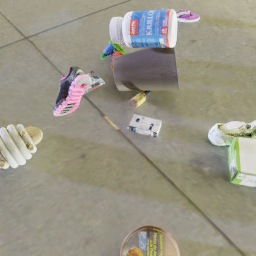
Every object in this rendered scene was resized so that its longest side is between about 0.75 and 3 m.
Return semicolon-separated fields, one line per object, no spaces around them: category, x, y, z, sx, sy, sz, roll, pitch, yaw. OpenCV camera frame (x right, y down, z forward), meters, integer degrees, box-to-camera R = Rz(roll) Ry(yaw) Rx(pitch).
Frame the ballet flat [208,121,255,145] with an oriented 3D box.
ballet flat;4.317;0.134;10.161;2.711;0.941;0.941;-3;50;-3

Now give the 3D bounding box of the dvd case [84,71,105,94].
dvd case;-1.852;-1.992;12.425;1.365;0.150;0.997;-33;58;-24

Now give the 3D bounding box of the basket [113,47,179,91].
basket;0.754;-2.407;11.598;2.515;1.710;2.267;-8;60;11

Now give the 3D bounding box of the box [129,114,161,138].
box;0.663;-0.089;10.700;1.110;0.334;0.647;16;52;12

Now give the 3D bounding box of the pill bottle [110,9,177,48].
pill bottle;0.585;-3.705;10.570;2.383;1.337;1.337;3;49;17

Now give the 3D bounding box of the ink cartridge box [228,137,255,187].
ink cartridge box;4.498;1.210;9.342;2.000;0.757;1.478;10;50;6

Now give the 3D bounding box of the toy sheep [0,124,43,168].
toy sheep;-3.917;0.649;9.353;2.268;1.564;1.564;-27;55;-19

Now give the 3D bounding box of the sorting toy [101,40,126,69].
sorting toy;-0.661;-3.331;13.145;0.830;1.215;2.022;-44;40;21

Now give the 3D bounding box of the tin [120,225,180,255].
tin;0.569;3.989;7.152;1.602;0.599;2.861;0;50;6

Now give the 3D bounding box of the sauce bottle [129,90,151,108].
sauce bottle;0.536;-1.257;11.619;0.405;0.405;1.226;27;46;21

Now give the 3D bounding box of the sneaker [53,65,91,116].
sneaker;-2.013;-1.244;9.373;0.784;1.985;0.947;-9;56;-54

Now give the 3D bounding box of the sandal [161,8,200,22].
sandal;2.954;-6.537;15.965;2.294;0.564;0.933;13;51;11
